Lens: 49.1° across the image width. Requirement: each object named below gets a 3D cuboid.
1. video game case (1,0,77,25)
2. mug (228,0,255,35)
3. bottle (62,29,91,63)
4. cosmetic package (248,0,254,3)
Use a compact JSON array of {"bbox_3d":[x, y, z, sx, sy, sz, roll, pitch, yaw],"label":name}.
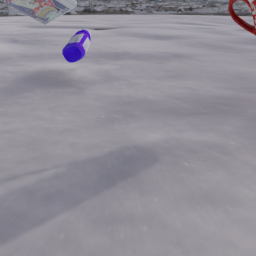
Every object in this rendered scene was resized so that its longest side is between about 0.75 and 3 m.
[{"bbox_3d":[-2.356,-3.244,7.045,1.511,0.191,1.658,20,-13,-40],"label":"video game case"},{"bbox_3d":[3.815,-3.215,7.622,1.258,1.886,1.674,-49,46,-8],"label":"mug"},{"bbox_3d":[-0.716,-1.240,4.120,0.326,0.255,0.780,-18,34,20],"label":"bottle"},{"bbox_3d":[3.056,-3.437,6.040,0.525,1.293,0.730,58,27,11],"label":"cosmetic package"}]
